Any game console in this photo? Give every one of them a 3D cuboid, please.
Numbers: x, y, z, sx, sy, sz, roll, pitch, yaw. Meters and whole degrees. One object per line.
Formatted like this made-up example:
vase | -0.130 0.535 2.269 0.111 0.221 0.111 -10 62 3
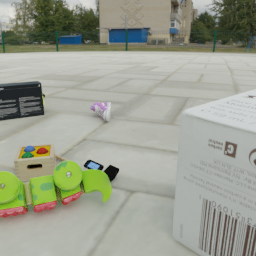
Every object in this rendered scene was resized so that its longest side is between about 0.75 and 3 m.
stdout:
game console | -0.677 1.004 6.636 0.890 0.107 0.525 19 41 26

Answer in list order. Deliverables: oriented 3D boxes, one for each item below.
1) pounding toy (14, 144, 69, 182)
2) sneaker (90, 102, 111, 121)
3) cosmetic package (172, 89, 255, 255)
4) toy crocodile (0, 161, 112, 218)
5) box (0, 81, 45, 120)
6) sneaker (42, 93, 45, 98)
pounding toy | -2.147 0.699 7.228 1.253 0.653 1.426 -4 20 -12
sneaker | -1.089 -0.649 11.103 0.827 0.526 1.451 3 20 -5
cosmetic package | 2.505 0.773 4.473 2.807 2.316 2.314 -18 26 -41
toy crocodile | -1.737 1.266 5.426 2.893 0.893 0.977 -8 -20 -18
box | -4.503 -1.143 11.410 1.929 1.362 0.761 -9 22 -26
sneaker | -4.788 -1.659 14.374 1.019 0.384 0.389 -7 21 -24
